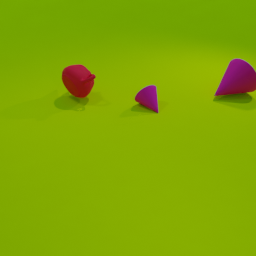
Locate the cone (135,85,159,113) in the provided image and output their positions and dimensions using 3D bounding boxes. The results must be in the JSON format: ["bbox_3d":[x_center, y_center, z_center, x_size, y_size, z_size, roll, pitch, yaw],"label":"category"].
[{"bbox_3d":[0.798,-0.832,9.359,0.855,0.855,0.858,-19,64,-27],"label":"cone"}]

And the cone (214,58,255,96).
[{"bbox_3d":[3.631,-1.529,10.075,1.403,1.398,1.398,-34,42,-11],"label":"cone"}]

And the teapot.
[{"bbox_3d":[-1.714,-1.703,9.826,0.954,1.211,1.948,-42,27,-25],"label":"teapot"}]
